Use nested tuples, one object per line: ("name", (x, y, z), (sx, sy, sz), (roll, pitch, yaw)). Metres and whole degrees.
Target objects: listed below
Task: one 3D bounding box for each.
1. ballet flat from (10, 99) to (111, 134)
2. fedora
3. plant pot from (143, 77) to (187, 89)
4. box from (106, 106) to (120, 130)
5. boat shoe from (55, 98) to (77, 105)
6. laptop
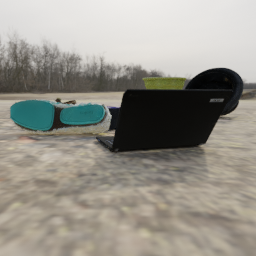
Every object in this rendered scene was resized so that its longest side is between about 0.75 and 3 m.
("ballet flat", (-1.746, -0.175, 7.425), (2.737, 0.982, 0.982), (4, 8, 11))
("fedora", (3.957, -1.377, 12.789), (2.898, 2.898, 1.324), (7, -23, 47))
("plant pot", (1.570, -1.295, 12.118), (1.867, 1.716, 1.867), (-1, 7, 0))
("box", (-0.999, -0.336, 8.653), (1.739, 0.686, 1.227), (6, 12, 40))
("boat shoe", (-3.426, -1.036, 13.484), (0.851, 0.853, 2.305), (5, 9, 38))
("laptop", (0.518, -0.178, 5.465), (1.937, 1.129, 2.185), (-2, 7, -17))
